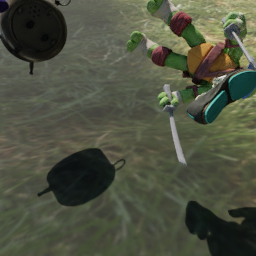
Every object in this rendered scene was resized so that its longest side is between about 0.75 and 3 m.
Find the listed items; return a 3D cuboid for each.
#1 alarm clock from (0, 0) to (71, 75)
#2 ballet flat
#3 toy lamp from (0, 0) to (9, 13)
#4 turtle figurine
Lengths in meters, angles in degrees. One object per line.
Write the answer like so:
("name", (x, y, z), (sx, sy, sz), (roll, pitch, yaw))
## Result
("alarm clock", (-1.969, -2.373, 6.274), (0.700, 1.419, 2.104), (11, 65, 57))
("ballet flat", (0.867, -0.338, 2.635), (0.855, 0.291, 0.292), (-33, 32, -25))
("toy lamp", (-1.952, -2.114, 3.883), (0.290, 0.290, 0.997), (-22, 85, -22))
("turtle figurine", (1.017, -1.196, 4.705), (2.365, 1.755, 2.439), (40, 59, 18))
